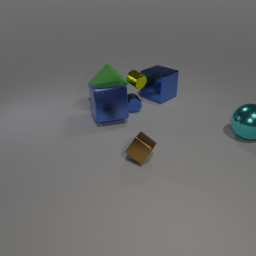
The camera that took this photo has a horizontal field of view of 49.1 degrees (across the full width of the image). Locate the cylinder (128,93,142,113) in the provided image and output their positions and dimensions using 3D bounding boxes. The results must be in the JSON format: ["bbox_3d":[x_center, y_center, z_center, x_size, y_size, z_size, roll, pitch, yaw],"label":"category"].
[{"bbox_3d":[0.231,-1.179,13.111,0.700,0.700,0.700,-6,30,-11],"label":"cylinder"}]

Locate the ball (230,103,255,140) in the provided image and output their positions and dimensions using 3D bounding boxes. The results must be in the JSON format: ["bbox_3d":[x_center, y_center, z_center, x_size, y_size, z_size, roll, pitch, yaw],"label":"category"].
[{"bbox_3d":[4.683,-0.245,10.770,1.400,1.400,1.400,0,30,0],"label":"ball"}]

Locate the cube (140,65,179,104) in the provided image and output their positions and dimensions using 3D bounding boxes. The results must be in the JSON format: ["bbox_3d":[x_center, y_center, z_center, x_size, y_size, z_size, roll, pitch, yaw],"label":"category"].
[{"bbox_3d":[1.577,-2.258,14.290,1.400,1.400,1.400,25,38,37],"label":"cube"}]

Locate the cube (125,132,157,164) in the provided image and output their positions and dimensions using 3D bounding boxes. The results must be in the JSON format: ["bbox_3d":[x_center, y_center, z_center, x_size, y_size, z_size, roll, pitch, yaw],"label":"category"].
[{"bbox_3d":[0.449,0.664,9.492,0.700,0.700,0.700,36,23,5],"label":"cube"}]

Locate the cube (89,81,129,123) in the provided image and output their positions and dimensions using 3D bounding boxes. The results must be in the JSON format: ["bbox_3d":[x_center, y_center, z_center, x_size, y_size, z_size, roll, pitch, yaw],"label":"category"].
[{"bbox_3d":[-0.842,-1.159,12.103,1.400,1.400,1.400,-9,19,-14],"label":"cube"}]

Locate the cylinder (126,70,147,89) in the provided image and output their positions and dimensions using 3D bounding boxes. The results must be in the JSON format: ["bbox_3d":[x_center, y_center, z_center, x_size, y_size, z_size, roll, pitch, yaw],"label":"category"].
[{"bbox_3d":[0.394,-2.250,12.982,0.700,0.700,0.700,-24,49,-36],"label":"cylinder"}]

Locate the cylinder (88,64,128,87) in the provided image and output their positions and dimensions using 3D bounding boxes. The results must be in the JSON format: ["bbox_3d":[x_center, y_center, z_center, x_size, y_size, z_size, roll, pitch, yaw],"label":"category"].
[{"bbox_3d":[-0.980,-2.127,13.523,1.400,1.400,1.400,-44,31,11],"label":"cylinder"}]
